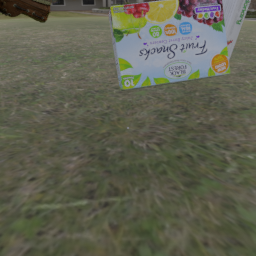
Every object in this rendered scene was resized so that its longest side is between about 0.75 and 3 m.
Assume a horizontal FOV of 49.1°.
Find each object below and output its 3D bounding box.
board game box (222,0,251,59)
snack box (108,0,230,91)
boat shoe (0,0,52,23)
[{"bbox_3d":[2.529,-3.026,7.925,0.432,2.494,1.574,1,28,-24],"label":"board game box"},{"bbox_3d":[0.853,-1.736,5.807,2.294,1.631,0.608,-10,8,-7],"label":"snack box"},{"bbox_3d":[-2.933,-3.149,7.038,2.188,0.744,0.787,-4,32,-43],"label":"boat shoe"}]
